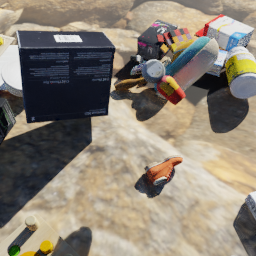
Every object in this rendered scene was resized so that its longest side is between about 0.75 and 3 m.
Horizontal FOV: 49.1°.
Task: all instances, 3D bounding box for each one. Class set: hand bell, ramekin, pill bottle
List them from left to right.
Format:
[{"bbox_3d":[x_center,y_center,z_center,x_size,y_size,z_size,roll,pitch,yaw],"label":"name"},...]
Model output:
[{"bbox_3d":[-3.921,-1.811,10.414,1.464,0.682,1.464,10,58,-16],"label":"ramekin"},{"bbox_3d":[0.592,-1.811,10.629,2.252,1.172,1.172,-14,51,4],"label":"hand bell"},{"bbox_3d":[4.331,-2.166,10.663,1.121,1.121,1.994,3,50,3],"label":"pill bottle"}]

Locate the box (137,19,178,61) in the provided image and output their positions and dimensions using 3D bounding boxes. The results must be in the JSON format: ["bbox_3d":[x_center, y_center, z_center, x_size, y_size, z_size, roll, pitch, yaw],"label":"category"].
[{"bbox_3d":[1.268,-3.767,12.096,1.069,0.928,1.749,26,56,20],"label":"box"}]

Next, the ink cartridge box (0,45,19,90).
[{"bbox_3d":[-5.245,-2.339,11.290,1.955,0.604,2.410,1,61,0],"label":"ink cartridge box"}]

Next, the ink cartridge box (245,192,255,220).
[{"bbox_3d":[4.777,2.560,7.170,2.519,0.511,2.514,-12,52,-10],"label":"ink cartridge box"}]

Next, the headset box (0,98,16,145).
[{"bbox_3d":[-5.233,0.137,8.730,2.207,1.176,2.535,13,52,10],"label":"headset box"}]

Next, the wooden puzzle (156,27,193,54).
[{"bbox_3d":[2.250,-3.437,11.661,2.363,0.166,1.402,-25,88,-34],"label":"wooden puzzle"}]

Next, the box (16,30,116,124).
[{"bbox_3d":[-1.918,-1.595,8.646,2.649,2.412,1.379,-6,38,-21],"label":"box"}]

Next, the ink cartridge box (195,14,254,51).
[{"bbox_3d":[4.324,-4.383,12.717,1.284,0.743,2.210,-36,59,-26],"label":"ink cartridge box"}]

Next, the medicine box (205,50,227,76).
[{"bbox_3d":[3.437,-2.749,11.511,0.963,0.544,1.058,18,53,15],"label":"medicine box"}]

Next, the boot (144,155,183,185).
[{"bbox_3d":[1.172,1.250,8.332,1.226,0.460,0.657,-23,59,-9],"label":"boot"}]

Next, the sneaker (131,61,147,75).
[{"bbox_3d":[0.606,-2.290,11.265,0.916,0.356,0.641,-38,67,-16],"label":"sneaker"}]

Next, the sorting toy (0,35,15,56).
[{"bbox_3d":[-5.928,-3.340,11.411,1.861,0.367,2.010,15,54,9],"label":"sorting toy"}]

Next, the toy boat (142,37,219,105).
[{"bbox_3d":[1.139,-1.381,6.586,1.071,1.937,2.304,46,38,-2],"label":"toy boat"}]

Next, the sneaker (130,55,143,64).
[{"bbox_3d":[0.348,-2.788,11.408,0.413,0.832,0.294,15,91,21],"label":"sneaker"}]

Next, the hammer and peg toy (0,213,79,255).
[{"bbox_3d":[-2.463,3.460,6.173,1.954,0.937,2.657,34,58,23],"label":"hammer and peg toy"}]
